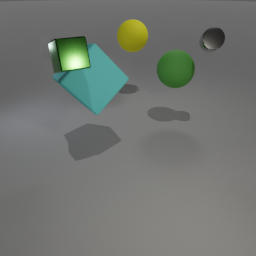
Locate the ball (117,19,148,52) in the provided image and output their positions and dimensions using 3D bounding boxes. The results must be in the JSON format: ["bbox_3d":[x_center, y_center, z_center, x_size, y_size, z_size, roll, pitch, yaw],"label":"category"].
[{"bbox_3d":[0.205,-4.163,12.677,1.400,1.400,1.400,0,28,0],"label":"ball"}]

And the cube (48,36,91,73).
[{"bbox_3d":[-1.340,-1.660,6.397,0.700,0.700,0.700,-15,14,-25],"label":"cube"}]

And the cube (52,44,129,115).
[{"bbox_3d":[-1.120,-1.450,8.138,1.400,1.400,1.400,-50,28,-3],"label":"cube"}]

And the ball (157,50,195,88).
[{"bbox_3d":[1.773,-2.190,10.429,1.400,1.400,1.400,0,28,0],"label":"ball"}]

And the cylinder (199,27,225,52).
[{"bbox_3d":[2.727,-2.868,9.122,0.700,0.700,0.700,3,9,5],"label":"cylinder"}]
